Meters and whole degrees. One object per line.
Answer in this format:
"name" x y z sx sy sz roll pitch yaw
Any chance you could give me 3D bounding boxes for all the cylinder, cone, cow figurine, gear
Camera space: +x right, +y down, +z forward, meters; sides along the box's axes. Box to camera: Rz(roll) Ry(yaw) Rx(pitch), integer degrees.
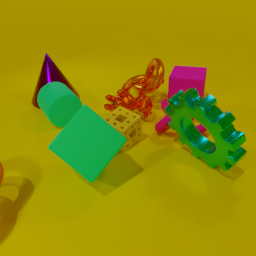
"cylinder" -2.084 -0.728 8.551 1.075 1.075 1.075 -18 37 -26
"cone" -2.619 -1.750 9.540 1.654 1.660 1.654 -2 35 1
"cow figurine" 0.063 -0.704 8.566 1.257 0.701 1.278 22 -22 -37
"gear" 1.709 0.055 6.420 0.379 2.050 2.050 -38 45 -16

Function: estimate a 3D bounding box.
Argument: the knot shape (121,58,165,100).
"knot shape" 0.592 -1.521 9.362 0.838 1.814 1.698 49 21 -3

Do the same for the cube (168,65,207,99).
"cube" 2.010 -1.380 9.500 1.114 1.114 1.114 8 33 16

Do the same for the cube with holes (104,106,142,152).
"cube with holes" -0.149 0.010 7.543 0.741 0.741 0.741 28 53 30

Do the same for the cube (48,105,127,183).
"cube" -0.878 0.340 6.099 1.142 1.142 1.142 -51 5 -9

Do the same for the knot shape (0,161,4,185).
"knot shape" -3.299 1.324 5.089 1.802 0.890 1.926 -27 37 17

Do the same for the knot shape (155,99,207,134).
"knot shape" 1.501 -0.384 8.225 1.647 0.761 1.541 -8 25 -7
